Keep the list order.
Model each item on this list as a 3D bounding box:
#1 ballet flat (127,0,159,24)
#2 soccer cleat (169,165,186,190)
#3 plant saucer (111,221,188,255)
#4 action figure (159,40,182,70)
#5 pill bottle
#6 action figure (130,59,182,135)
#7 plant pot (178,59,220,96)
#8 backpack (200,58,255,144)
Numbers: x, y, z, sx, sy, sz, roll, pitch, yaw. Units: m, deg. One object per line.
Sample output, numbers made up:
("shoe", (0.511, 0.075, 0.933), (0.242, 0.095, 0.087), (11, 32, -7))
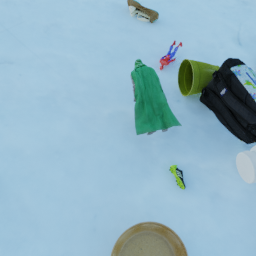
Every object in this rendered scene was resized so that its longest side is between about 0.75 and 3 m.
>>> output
("ballet flat", (0.594, -5.789, 14.026), (2.003, 0.679, 0.724), (34, 82, 15))
("soccer cleat", (1.733, 1.624, 9.402), (0.374, 0.312, 0.924), (-12, 57, -25))
("plant saucer", (0.565, 3.735, 7.697), (2.233, 0.395, 2.233), (3, 73, -10))
("action figure", (1.842, -3.174, 12.411), (0.541, 0.428, 1.655), (26, 66, 22))
("pill bottle", (4.822, 1.054, 9.184), (2.198, 1.279, 1.279), (-13, 58, -8))
("action figure", (0.719, -1.194, 9.982), (1.672, 0.774, 2.830), (-9, 76, -18))
("plant pot", (2.919, -2.017, 11.169), (1.404, 1.458, 1.458), (-4, 57, -13))
("backpack", (4.119, -0.761, 9.814), (2.085, 2.213, 2.712), (-2, 50, -23))
